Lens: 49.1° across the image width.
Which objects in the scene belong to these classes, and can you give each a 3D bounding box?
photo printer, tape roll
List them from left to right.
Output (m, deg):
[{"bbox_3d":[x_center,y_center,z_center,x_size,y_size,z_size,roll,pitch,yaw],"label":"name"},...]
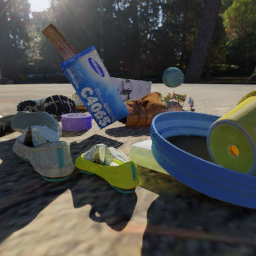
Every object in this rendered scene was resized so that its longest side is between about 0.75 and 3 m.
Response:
[{"bbox_3d":[-1.741,-0.219,9.515,1.034,0.440,1.034,0,12,0],"label":"tape roll"},{"bbox_3d":[0.822,0.547,5.588,1.067,0.445,1.283,-10,14,-41],"label":"photo printer"}]

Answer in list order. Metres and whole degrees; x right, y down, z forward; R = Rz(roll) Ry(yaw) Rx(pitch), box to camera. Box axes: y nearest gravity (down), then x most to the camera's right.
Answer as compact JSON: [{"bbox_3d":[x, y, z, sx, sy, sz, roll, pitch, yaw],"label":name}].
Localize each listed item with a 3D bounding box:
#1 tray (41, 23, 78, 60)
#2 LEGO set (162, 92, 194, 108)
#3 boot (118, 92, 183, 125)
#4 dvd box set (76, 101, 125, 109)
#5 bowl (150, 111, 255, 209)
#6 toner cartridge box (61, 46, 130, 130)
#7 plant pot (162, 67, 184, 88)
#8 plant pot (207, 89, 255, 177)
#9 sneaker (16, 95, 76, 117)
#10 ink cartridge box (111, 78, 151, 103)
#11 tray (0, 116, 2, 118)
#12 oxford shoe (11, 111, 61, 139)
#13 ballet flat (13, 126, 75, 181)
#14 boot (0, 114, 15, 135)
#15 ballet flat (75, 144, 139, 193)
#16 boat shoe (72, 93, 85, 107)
[{"bbox_3d":[-1.713,-2.183,9.159,0.453,2.445,1.206,-41,10,1],"label":"tray"},{"bbox_3d":[2.413,-1.337,15.127,2.184,0.813,1.005,3,-24,39],"label":"LEGO set"},{"bbox_3d":[0.415,-0.658,10.702,2.248,1.110,2.895,-9,21,-22],"label":"boot"},{"bbox_3d":[-1.708,-1.259,14.955,2.532,0.372,1.853,6,12,27],"label":"dvd box set"},{"bbox_3d":[1.693,0.408,4.739,2.743,0.538,2.743,9,20,-3],"label":"bowl"},{"bbox_3d":[-0.914,-1.122,8.278,1.084,2.283,0.493,-29,32,1],"label":"toner cartridge box"},{"bbox_3d":[2.007,-2.156,12.095,0.907,0.907,0.728,-1,14,-7],"label":"plant pot"},{"bbox_3d":[2.043,0.142,4.338,1.366,1.452,1.452,-19,19,-26],"label":"plant pot"},{"bbox_3d":[-3.495,-0.975,12.144,2.432,0.944,1.050,-3,8,-14],"label":"sneaker"},{"bbox_3d":[-0.155,-2.031,15.474,2.596,1.115,1.901,4,-1,-5],"label":"ink cartridge box"},{"bbox_3d":[-5.372,-0.302,10.401,1.277,0.264,2.379,-4,12,-23],"label":"tray"},{"bbox_3d":[-2.437,0.009,7.717,2.292,0.862,0.662,13,-18,44],"label":"oxford shoe"},{"bbox_3d":[-1.756,0.325,5.778,0.881,0.814,2.612,-8,13,-35],"label":"ballet flat"},{"bbox_3d":[-4.231,-0.188,8.930,1.407,0.560,1.707,12,17,5],"label":"boot"},{"bbox_3d":[-0.406,0.601,4.970,0.584,0.586,1.747,-9,14,-36],"label":"ballet flat"},{"bbox_3d":[-2.280,-1.682,14.209,0.808,0.728,2.241,-1,20,12],"label":"boat shoe"}]
